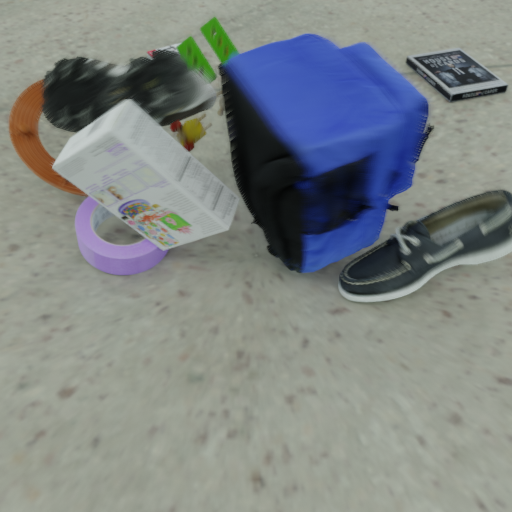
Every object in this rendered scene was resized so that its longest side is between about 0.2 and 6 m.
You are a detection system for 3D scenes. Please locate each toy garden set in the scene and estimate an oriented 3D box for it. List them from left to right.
[{"bbox_3d":[-0.941,-2.692,9.119,1.766,0.352,1.472,-34,83,13],"label":"toy garden set"}]

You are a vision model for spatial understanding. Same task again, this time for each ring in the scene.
[{"bbox_3d":[-2.862,-2.134,9.548,2.478,0.238,2.478,10,63,-20],"label":"ring"}]

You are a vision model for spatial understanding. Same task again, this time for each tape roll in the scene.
[{"bbox_3d":[-1.986,-0.406,8.453,1.395,0.458,1.395,5,55,-7],"label":"tape roll"}]

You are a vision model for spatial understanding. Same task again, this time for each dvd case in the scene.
[{"bbox_3d":[4.415,-4.054,12.453,1.420,0.234,1.890,-13,47,-14],"label":"dvd case"}]

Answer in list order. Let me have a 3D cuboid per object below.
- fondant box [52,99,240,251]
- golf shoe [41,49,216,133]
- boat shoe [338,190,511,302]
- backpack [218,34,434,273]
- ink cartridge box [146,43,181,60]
[{"bbox_3d":[-1.398,-0.935,7.247,1.415,1.961,0.571,-15,46,42],"label":"fondant box"},{"bbox_3d":[-1.737,-2.076,7.518,2.584,1.005,1.221,9,6,28],"label":"golf shoe"},{"bbox_3d":[2.353,-0.181,7.853,2.663,0.803,1.007,-23,36,-4],"label":"boat shoe"},{"bbox_3d":[0.945,-1.176,7.539,2.332,2.779,2.258,-17,54,-11],"label":"backpack"},{"bbox_3d":[-1.874,-4.440,12.707,0.982,0.410,0.714,-25,50,-23],"label":"ink cartridge box"}]
